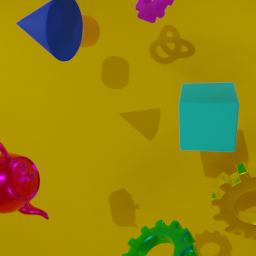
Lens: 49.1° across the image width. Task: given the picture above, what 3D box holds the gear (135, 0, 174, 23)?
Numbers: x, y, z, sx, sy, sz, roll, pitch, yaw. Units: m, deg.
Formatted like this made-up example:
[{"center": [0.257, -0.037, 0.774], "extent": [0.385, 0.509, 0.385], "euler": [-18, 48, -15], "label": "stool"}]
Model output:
[{"center": [0.484, -2.352, 4.753], "extent": [0.196, 1.060, 1.060], "euler": [9, 79, -28], "label": "gear"}]

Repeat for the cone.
[{"center": [-1.549, -1.802, 4.959], "extent": [1.094, 1.090, 1.090], "euler": [13, 80, 19], "label": "cone"}]

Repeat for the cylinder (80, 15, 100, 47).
[{"center": [-1.254, -2.494, 7.214], "extent": [0.801, 0.801, 0.801], "euler": [8, 110, 22], "label": "cylinder"}]

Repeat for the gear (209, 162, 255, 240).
[{"center": [2.804, 1.615, 6.110], "extent": [1.944, 0.359, 1.944], "euler": [4, 119, 8], "label": "gear"}]

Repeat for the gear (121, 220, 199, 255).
[{"center": [0.438, 1.886, 4.102], "extent": [1.165, 1.165, 0.215], "euler": [-34, 112, -5], "label": "gear"}]

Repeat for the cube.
[{"center": [1.699, -0.258, 6.007], "extent": [1.115, 1.115, 1.115], "euler": [1, 120, 14], "label": "cube"}]

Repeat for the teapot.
[{"center": [-1.853, 0.916, 4.619], "extent": [0.790, 1.003, 1.613], "euler": [-15, 110, 22], "label": "teapot"}]
